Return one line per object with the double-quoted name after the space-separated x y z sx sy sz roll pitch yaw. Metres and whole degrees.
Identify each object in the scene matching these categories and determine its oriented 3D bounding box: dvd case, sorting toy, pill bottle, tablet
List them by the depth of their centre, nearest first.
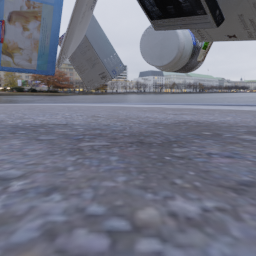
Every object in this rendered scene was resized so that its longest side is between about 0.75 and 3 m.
-0.713 -2.129 4.863 0.143 2.091 1.361 28 46 -9 "tablet"
0.507 -2.747 4.894 2.366 0.293 1.778 47 -13 -34 "dvd case"
2.575 -2.970 8.264 0.312 1.709 1.582 27 46 2 "sorting toy"
1.529 -2.584 9.156 1.531 1.531 2.692 3 10 29 "pill bottle"

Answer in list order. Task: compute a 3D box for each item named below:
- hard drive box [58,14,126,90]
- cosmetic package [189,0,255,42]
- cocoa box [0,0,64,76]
-1.110 -2.182 8.339 1.417 1.818 0.698 -10 28 52 "hard drive box"
2.363 -3.099 5.801 2.313 1.908 1.906 12 -8 42 "cosmetic package"
-2.982 -3.004 7.692 1.819 2.727 1.790 -2 24 -36 "cocoa box"
